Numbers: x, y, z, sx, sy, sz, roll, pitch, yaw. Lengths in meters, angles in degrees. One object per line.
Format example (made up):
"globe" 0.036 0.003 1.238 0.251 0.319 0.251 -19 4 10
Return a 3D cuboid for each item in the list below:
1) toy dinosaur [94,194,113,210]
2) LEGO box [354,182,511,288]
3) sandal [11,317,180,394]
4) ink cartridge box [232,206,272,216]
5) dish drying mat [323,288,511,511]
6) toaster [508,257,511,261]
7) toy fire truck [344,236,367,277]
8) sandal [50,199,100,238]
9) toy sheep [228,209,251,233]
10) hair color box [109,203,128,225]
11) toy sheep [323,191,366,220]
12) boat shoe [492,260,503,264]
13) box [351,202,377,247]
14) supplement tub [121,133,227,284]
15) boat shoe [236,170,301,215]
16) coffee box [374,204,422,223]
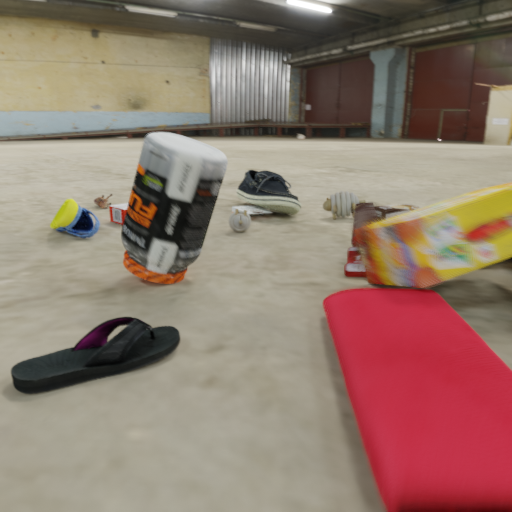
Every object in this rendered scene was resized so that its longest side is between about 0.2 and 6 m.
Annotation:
"toy dinosaur" -4.675 -1.622 16.800 0.868 0.373 0.589 5 21 39
"LEGO box" 3.129 -0.365 8.844 2.544 0.982 1.895 -18 3 -11
"sandal" -1.736 1.045 6.422 2.018 0.483 0.758 -12 19 -38
"ink cartridge box" -0.116 -1.166 15.314 0.807 0.250 0.995 -4 19 -24
"dish drying mat" 1.744 1.212 5.888 1.720 0.408 4.479 3 15 0
"toaster" 5.352 -0.540 10.874 1.120 1.273 1.970 -1 15 -2
"toy fire truck" 2.143 0.091 10.087 1.072 0.601 0.900 2 39 11
"sandal" -4.255 -0.809 13.191 0.923 0.843 2.120 31 -5 -23
"toy sheep" -0.389 -0.831 13.351 0.585 0.585 0.849 0 4 1
"hair color box" -3.008 -1.147 14.749 1.469 0.470 0.815 -14 20 -39
"toy sheep" 2.361 -1.373 15.031 1.155 0.796 0.796 -2 15 0
"boat shoe" 3.636 -0.329 10.920 2.314 0.833 0.835 2 15 9
"box" 2.125 -0.515 10.966 0.373 0.499 0.996 -5 52 22
"supplement tub" -1.434 -0.785 9.383 1.404 2.292 1.404 16 19 -6
"boat shoe" 0.340 -1.887 16.006 1.261 1.052 3.381 16 8 -23
"coffee box" 3.623 -1.031 14.313 1.145 0.457 0.655 -6 16 -20
